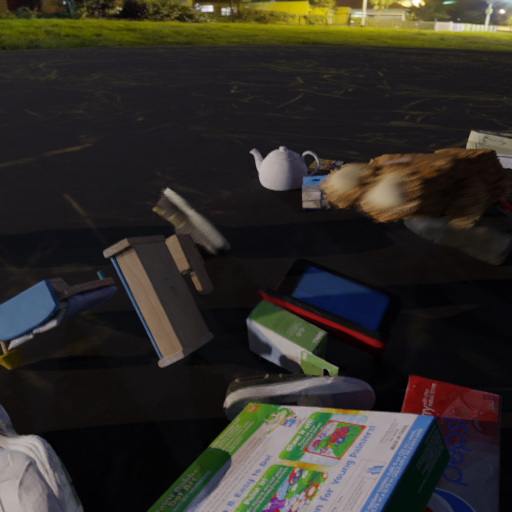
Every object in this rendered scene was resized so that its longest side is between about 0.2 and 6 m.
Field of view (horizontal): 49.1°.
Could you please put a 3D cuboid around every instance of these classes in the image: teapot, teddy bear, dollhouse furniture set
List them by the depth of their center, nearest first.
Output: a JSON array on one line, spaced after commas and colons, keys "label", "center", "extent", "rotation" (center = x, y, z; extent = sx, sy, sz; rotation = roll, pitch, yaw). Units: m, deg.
[{"label": "dollhouse furniture set", "center": [-1.975, 0.935, 7.748], "extent": [2.402, 1.567, 2.267], "rotation": [-27, -3, 15]}, {"label": "teddy bear", "center": [2.990, -1.179, 10.220], "extent": [2.761, 1.271, 3.808], "rotation": [10, 20, 36]}, {"label": "teapot", "center": [0.694, -2.195, 13.679], "extent": [1.288, 0.941, 1.271], "rotation": [-14, 29, -28]}]

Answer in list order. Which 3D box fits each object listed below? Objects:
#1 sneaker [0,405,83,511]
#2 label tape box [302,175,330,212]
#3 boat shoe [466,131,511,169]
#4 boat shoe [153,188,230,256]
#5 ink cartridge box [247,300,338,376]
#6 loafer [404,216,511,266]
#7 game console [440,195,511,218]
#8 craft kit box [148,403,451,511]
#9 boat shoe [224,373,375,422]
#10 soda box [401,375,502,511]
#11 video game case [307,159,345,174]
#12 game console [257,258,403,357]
[{"label": "sneaker", "center": [-2.452, 2.140, 5.000], "extent": [2.432, 0.948, 1.208], "rotation": [12, 34, 42]}, {"label": "label tape box", "center": [1.239, -1.320, 11.618], "extent": [0.557, 0.773, 0.245], "rotation": [-3, -10, 11]}, {"label": "boat shoe", "center": [7.199, -2.881, 15.081], "extent": [3.026, 0.939, 1.089], "rotation": [0, 26, 0]}, {"label": "boat shoe", "center": [-1.249, -0.529, 10.604], "extent": [2.002, 0.603, 0.714], "rotation": [43, 2, 36]}, {"label": "ink cartridge box", "center": [0.514, 1.122, 6.865], "extent": [1.280, 0.664, 0.379], "rotation": [25, 53, 25]}, {"label": "loafer", "center": [3.720, -0.472, 10.203], "extent": [2.136, 0.750, 0.725], "rotation": [26, 13, 40]}, {"label": "game console", "center": [4.707, -1.209, 12.541], "extent": [1.510, 1.040, 1.753], "rotation": [30, 25, -9]}, {"label": "craft kit box", "center": [0.137, 2.018, 4.400], "extent": [2.091, 0.514, 2.118], "rotation": [-7, 22, 44]}, {"label": "boat shoe", "center": [0.476, 1.560, 6.390], "extent": [1.698, 0.583, 0.481], "rotation": [-3, 26, -2]}, {"label": "soda box", "center": [1.520, 2.184, 4.762], "extent": [0.933, 0.845, 2.664], "rotation": [10, 27, 20]}, {"label": "video game case", "center": [1.887, -2.396, 15.038], "extent": [0.832, 0.117, 0.920], "rotation": [10, 28, 19]}, {"label": "game console", "center": [1.057, 0.546, 7.520], "extent": [1.717, 1.019, 1.480], "rotation": [21, -12, 16]}]
